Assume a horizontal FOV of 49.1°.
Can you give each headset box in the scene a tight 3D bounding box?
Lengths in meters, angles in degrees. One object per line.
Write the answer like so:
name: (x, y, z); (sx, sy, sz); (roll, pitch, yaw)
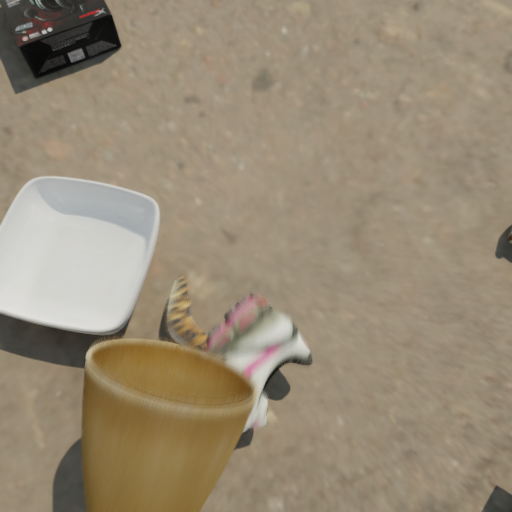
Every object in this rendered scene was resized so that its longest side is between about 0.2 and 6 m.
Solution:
headset box: (-3.746, -4.630, 10.299); (1.711, 0.888, 2.299); (-24, 70, -10)

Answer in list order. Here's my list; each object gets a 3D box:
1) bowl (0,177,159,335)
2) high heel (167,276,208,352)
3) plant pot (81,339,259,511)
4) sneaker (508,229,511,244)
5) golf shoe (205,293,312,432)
bowl: (-2.639, 0.041, 8.315); (2.267, 0.847, 2.270); (12, 68, 5)
high heel: (-0.723, 1.050, 8.084); (1.119, 0.560, 1.570); (1, 70, -6)
plant pot: (-1.065, 2.070, 5.869); (1.786, 1.786, 1.916); (15, 97, 6)
sneaker: (5.021, 0.292, 8.316); (1.041, 0.971, 2.756); (-42, 70, 5)
golf shoe: (-0.538, 1.890, 7.197); (1.339, 1.055, 2.907); (42, 82, 10)
